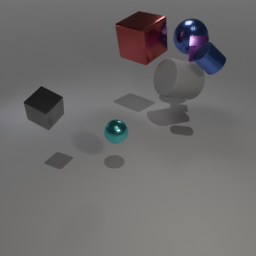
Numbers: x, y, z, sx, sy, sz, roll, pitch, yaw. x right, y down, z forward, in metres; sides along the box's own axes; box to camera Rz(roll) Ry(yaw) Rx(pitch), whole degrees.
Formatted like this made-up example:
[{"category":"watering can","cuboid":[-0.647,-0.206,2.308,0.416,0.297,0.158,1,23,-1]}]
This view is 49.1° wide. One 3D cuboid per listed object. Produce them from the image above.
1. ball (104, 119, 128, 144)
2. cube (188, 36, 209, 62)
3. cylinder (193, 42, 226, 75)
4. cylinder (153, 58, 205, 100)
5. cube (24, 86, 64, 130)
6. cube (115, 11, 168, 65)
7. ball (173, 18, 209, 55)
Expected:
[{"category":"ball","cuboid":[-0.339,0.102,7.982,0.700,0.700,0.700,0,28,0]},{"category":"cube","cuboid":[2.648,-2.976,10.518,0.700,0.700,0.700,4,51,12]},{"category":"cylinder","cuboid":[2.422,-2.064,8.335,0.700,0.700,0.700,35,19,-23]},{"category":"cylinder","cuboid":[1.927,-1.840,10.642,1.400,1.400,1.400,3,23,-33]},{"category":"cube","cuboid":[-2.150,-0.512,7.251,0.700,0.700,0.700,27,54,10]},{"category":"cube","cuboid":[0.552,-3.492,10.829,1.400,1.400,1.400,27,54,34]},{"category":"ball","cuboid":[2.543,-3.697,11.372,1.400,1.400,1.400,0,28,0]}]
